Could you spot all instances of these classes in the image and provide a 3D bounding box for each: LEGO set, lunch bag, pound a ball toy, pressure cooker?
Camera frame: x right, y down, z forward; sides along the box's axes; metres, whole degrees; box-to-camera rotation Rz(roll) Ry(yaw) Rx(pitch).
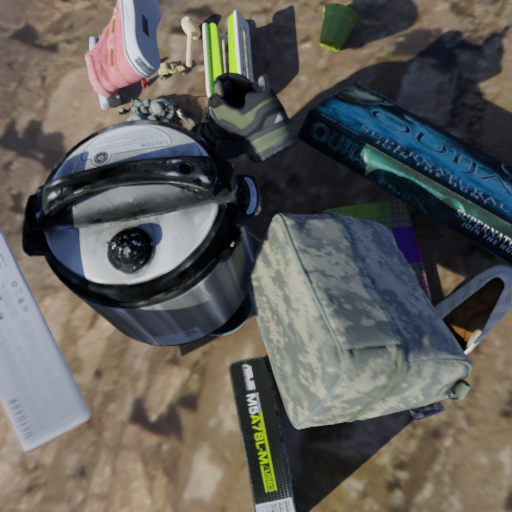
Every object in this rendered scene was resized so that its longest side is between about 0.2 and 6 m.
[{"bbox_3d":[-2.295,-3.348,12.250,1.568,0.684,2.415,-6,74,-1],"label":"LEGO set"},{"bbox_3d":[1.512,0.904,8.314,2.505,2.081,2.986,-4,51,-22],"label":"lunch bag"},{"bbox_3d":[-0.819,-4.383,12.560,1.454,0.947,2.230,-12,72,23],"label":"pound a ball toy"},{"bbox_3d":[-1.579,-0.368,8.661,3.049,3.414,3.002,36,76,20],"label":"pressure cooker"}]

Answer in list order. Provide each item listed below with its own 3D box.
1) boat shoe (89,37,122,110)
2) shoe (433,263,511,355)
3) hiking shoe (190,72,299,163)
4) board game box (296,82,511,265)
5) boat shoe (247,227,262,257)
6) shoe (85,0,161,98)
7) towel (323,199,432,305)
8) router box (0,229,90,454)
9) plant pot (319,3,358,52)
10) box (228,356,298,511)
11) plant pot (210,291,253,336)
[{"bbox_3d":[-3.332,-4.119,12.538,0.573,0.604,1.729,-11,75,-9],"label":"boat shoe"},{"bbox_3d":[3.570,1.235,10.067,1.011,0.772,2.891,45,121,17],"label":"shoe"},{"bbox_3d":[-0.319,-2.227,8.824,0.987,2.607,1.312,-27,113,-28],"label":"hiking shoe"},{"bbox_3d":[3.414,-1.741,10.800,4.744,0.668,3.209,32,35,8],"label":"board game box"},{"bbox_3d":[-0.908,-0.818,11.388,0.830,0.992,2.776,-44,84,-11],"label":"boat shoe"},{"bbox_3d":[-2.131,-3.522,8.851,1.036,0.813,2.277,-23,56,22],"label":"shoe"},{"bbox_3d":[2.425,0.192,11.429,1.910,0.303,2.660,-7,73,-1],"label":"towel"},{"bbox_3d":[-3.482,1.041,8.074,0.823,3.023,3.368,-26,83,-22],"label":"router box"},{"bbox_3d":[1.808,-5.148,12.780,0.850,0.850,0.807,18,87,5],"label":"plant pot"},{"bbox_3d":[0.190,3.201,9.275,0.673,2.735,2.832,-12,73,2],"label":"box"},{"bbox_3d":[-0.721,0.914,10.875,1.393,0.938,1.393,0,74,0],"label":"plant pot"}]
